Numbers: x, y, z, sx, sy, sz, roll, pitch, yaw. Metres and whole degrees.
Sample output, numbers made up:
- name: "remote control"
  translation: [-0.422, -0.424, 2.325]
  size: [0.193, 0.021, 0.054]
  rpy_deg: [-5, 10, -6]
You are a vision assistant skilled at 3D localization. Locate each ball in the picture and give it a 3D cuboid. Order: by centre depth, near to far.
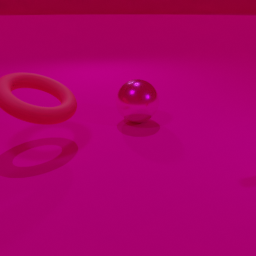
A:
- name: "ball"
  translation: [0.253, -0.726, 7.591]
  size: [1.173, 1.173, 1.173]
  rpy_deg: [0, 24, 0]

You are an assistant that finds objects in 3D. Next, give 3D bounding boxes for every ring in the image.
- name: "ring"
  translation: [-2.009, -0.685, 6.193]
  size: [1.795, 0.359, 1.795]
  rpy_deg: [18, 30, -11]
